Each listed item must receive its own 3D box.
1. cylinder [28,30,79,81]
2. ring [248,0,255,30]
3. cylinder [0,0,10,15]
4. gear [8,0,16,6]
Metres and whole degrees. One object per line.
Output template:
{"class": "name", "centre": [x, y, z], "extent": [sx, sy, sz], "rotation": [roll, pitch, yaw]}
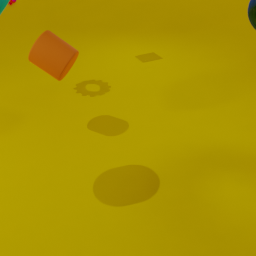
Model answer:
{"class": "cylinder", "centre": [-1.547, -1.507, 5.868], "extent": [0.760, 0.760, 0.760], "rotation": [34, 39, -9]}
{"class": "ring", "centre": [2.511, -1.573, 3.901], "extent": [1.615, 0.323, 1.615], "rotation": [20, -3, 1]}
{"class": "cylinder", "centre": [-1.916, -1.505, 2.907], "extent": [1.045, 1.045, 1.045], "rotation": [-26, 46, 30]}
{"class": "gear", "centre": [-2.711, -3.518, 6.640], "extent": [0.210, 1.137, 1.137], "rotation": [12, 24, -41]}
